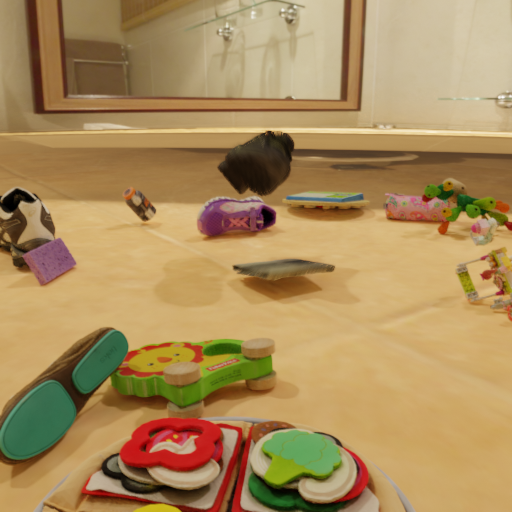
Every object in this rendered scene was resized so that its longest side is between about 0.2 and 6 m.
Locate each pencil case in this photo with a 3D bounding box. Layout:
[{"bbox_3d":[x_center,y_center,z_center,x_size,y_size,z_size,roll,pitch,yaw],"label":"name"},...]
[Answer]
[{"bbox_3d":[4.096,-1.237,14.300,1.629,0.712,0.712,6,17,16],"label":"pencil case"}]

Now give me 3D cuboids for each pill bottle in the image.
[{"bbox_3d":[-2.889,-1.282,13.773,0.470,0.885,0.470,-20,44,21],"label":"pill bottle"}]

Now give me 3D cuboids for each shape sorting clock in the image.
[{"bbox_3d":[1.904,-1.457,15.382,2.375,0.466,2.375,-1,12,0],"label":"shape sorting clock"}]

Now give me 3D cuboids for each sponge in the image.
[{"bbox_3d":[-3.676,0.078,10.042,0.162,0.606,1.086,-27,9,17],"label":"sponge"}]

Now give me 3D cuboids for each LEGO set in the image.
[{"bbox_3d":[3.653,0.491,8.400,0.812,1.004,2.183,-15,45,3],"label":"LEGO set"}]

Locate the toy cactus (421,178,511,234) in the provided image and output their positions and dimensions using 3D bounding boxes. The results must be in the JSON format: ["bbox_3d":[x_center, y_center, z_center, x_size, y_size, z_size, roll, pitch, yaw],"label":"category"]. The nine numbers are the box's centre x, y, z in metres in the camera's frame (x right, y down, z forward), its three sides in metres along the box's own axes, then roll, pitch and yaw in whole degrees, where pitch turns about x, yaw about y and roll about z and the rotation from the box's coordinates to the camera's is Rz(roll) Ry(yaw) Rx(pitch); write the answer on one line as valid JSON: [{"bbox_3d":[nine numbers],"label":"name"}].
[{"bbox_3d":[4.905,-1.245,13.366,2.287,1.169,1.887,10,29,-7],"label":"toy cactus"}]

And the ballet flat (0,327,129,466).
[{"bbox_3d":[-2.038,1.352,5.621,0.679,0.637,1.878,-13,24,30],"label":"ballet flat"}]

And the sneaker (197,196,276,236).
[{"bbox_3d":[-0.359,-0.875,12.925,2.160,0.869,0.955,-13,29,-41],"label":"sneaker"}]

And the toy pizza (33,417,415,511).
[{"bbox_3d":[-0.243,1.915,4.070,2.968,0.470,2.968,0,17,0],"label":"toy pizza"}]

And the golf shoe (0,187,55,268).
[{"bbox_3d":[-4.729,-0.751,11.433,1.170,1.422,3.010,-13,19,-35],"label":"golf shoe"}]

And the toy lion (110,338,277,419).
[{"bbox_3d":[-0.784,1.257,6.410,1.600,0.549,1.534,-12,13,-35],"label":"toy lion"}]

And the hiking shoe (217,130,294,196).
[{"bbox_3d":[0.135,-1.828,10.024,1.320,0.993,2.621,-45,17,-8],"label":"hiking shoe"}]

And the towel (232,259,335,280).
[{"bbox_3d":[0.441,0.249,9.626,1.386,0.239,1.334,-5,7,-29],"label":"towel"}]
